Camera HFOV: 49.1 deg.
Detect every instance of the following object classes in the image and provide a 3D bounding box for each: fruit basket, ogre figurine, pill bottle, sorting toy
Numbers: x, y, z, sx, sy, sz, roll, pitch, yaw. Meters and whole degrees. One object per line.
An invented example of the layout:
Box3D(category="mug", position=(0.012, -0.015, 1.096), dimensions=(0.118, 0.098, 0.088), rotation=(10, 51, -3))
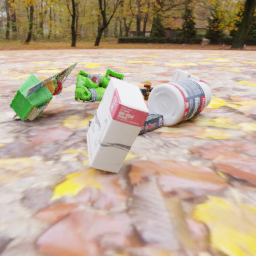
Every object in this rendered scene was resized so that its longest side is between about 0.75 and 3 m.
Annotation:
Box3D(category="fruit basket", position=(-2.601, -1.152, 8.958), dimensions=(2.136, 1.001, 1.979), rotation=(-38, 2, -43))
Box3D(category="ogre figurine", position=(-1.034, -1.462, 10.003), dimensions=(1.659, 1.358, 2.767), rotation=(7, 2, -10))
Box3D(category="pill bottle", position=(1.737, -0.881, 8.837), dimensions=(1.248, 1.248, 2.086), rotation=(17, 25, 40))
Box3D(category="sorting toy", position=(0.801, -1.197, 10.353), dimensions=(0.777, 0.273, 1.612), rotation=(2, -20, 34))

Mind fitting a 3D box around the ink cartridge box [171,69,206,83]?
Box3D(category="ink cartridge box", position=(2.262, -1.659, 10.894), dimensions=(1.216, 0.886, 0.516), rotation=(25, 17, 5))

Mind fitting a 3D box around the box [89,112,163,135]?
Box3D(category="box", position=(-0.035, -0.140, 8.031), dimensions=(1.810, 0.341, 1.236), rotation=(-18, 25, -39))

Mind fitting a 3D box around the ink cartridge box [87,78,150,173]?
Box3D(category="ink cartridge box", position=(-0.265, -0.043, 5.529), dimensions=(0.627, 1.516, 1.110), rotation=(15, 29, -22))
